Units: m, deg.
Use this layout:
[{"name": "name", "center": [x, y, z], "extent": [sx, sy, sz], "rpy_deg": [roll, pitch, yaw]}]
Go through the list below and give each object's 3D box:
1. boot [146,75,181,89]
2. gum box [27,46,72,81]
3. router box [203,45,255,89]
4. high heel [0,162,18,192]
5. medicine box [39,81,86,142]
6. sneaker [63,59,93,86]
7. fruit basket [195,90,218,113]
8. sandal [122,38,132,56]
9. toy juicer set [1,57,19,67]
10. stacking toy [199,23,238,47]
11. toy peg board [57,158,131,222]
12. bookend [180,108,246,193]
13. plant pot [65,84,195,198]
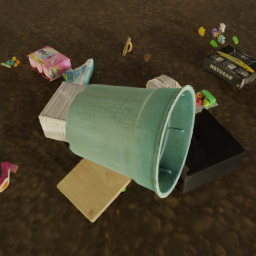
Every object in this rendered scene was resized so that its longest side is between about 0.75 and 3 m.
[{"name": "boot", "center": [1.966, -1.386, 11.578], "extent": [1.144, 0.881, 2.394], "rpy_deg": [-34, 66, -33]}, {"name": "gum box", "center": [-3.724, -3.082, 13.179], "extent": [1.168, 0.680, 2.057], "rpy_deg": [-34, 49, -26]}, {"name": "router box", "center": [5.000, -2.926, 13.221], "extent": [1.742, 0.579, 2.216], "rpy_deg": [-29, 54, -24]}, {"name": "high heel", "center": [-4.153, 1.584, 9.209], "extent": [0.568, 0.399, 1.185], "rpy_deg": [16, 44, 1]}, {"name": "medicine box", "center": [-1.781, -0.526, 10.629], "extent": [2.292, 1.180, 2.088], "rpy_deg": [13, 49, 10]}, {"name": "sneaker", "center": [-2.295, -2.597, 12.834], "extent": [1.208, 0.736, 1.851], "rpy_deg": [7, 47, 5]}, {"name": "fruit basket", "center": [3.007, -1.083, 11.672], "extent": [1.108, 0.519, 1.026], "rpy_deg": [-24, 51, -10]}, {"name": "sandal", "center": [0.016, -4.203, 14.498], "extent": [0.384, 0.571, 1.421], "rpy_deg": [23, 44, -8]}, {"name": "toy juicer set", "center": [-5.695, -3.129, 13.696], "extent": [0.514, 0.220, 0.807], "rpy_deg": [39, 53, 8]}, {"name": "stacking toy", "center": [4.904, -4.988, 15.252], "extent": [1.421, 0.443, 1.885], "rpy_deg": [-14, 51, -10]}, {"name": "toy peg board", "center": [-0.994, 1.860, 8.876], "extent": [1.691, 0.827, 1.684], "rpy_deg": [35, 72, 30]}, {"name": "bookend", "center": [2.306, 0.690, 9.621], "extent": [2.269, 1.045, 2.254], "rpy_deg": [-20, 50, -17]}, {"name": "plant pot", "center": [0.050, 0.073, 7.938], "extent": [2.925, 2.986, 2.986], "rpy_deg": [13, 48, 25]}]
